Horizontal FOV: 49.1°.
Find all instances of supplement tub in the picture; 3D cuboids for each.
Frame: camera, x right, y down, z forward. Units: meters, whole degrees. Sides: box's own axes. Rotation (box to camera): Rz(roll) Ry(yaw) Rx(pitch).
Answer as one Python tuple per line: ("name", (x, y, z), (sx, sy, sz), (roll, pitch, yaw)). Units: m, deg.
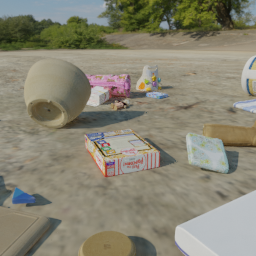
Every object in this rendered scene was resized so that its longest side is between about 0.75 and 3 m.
("supplement tub", (6.303, -2.089, 11.753), (1.774, 1.774, 2.452), (-16, 25, -38))

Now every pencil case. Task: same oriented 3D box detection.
("pencil case", (-1.113, -1.918, 12.370), (2.566, 1.062, 1.110), (4, 46, 10))

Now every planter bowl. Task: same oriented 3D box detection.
("planter bowl", (-2.214, -0.846, 8.361), (2.006, 2.006, 1.350), (2, 47, 7))

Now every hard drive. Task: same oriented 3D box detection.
("hard drive", (2.321, 1.416, 3.635), (2.869, 0.364, 1.893), (-11, 21, -32))

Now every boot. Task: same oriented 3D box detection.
("boot", (2.858, 0.048, 7.427), (1.706, 0.564, 1.494), (4, 19, 14))

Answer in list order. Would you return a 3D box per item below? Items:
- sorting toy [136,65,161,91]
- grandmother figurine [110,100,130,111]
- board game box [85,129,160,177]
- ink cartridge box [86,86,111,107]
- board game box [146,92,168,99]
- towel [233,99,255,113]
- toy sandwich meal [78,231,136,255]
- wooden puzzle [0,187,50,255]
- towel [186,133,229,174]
("sorting toy", (1.136, -2.495, 13.791), (1.339, 1.206, 0.715), (-14, 23, -33))
("grandmother figurine", (-0.269, -0.887, 10.621), (0.553, 0.276, 0.912), (43, 35, 23))
("board game box", (-0.193, 0.488, 6.392), (1.239, 0.379, 1.635), (-7, 20, -20))
("ink cartridge box", (-1.263, -1.290, 11.283), (0.711, 0.412, 1.221), (13, 30, 22))
("board game box", (1.277, -1.451, 12.387), (0.594, 0.144, 0.785), (-17, 25, -40))
("towel", (4.958, -0.733, 10.204), (1.342, 0.217, 1.827), (-10, 22, -25))
("toy sandwich meal", (-0.230, 1.582, 3.456), (0.783, 0.268, 0.783), (-2, 16, 1))
("wooden puzzle", (-1.864, 1.486, 3.812), (1.281, 0.222, 1.899), (13, 23, 22))
("towel", (1.665, 0.515, 5.974), (0.820, 0.231, 0.958), (12, 38, -4))
